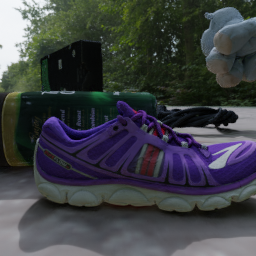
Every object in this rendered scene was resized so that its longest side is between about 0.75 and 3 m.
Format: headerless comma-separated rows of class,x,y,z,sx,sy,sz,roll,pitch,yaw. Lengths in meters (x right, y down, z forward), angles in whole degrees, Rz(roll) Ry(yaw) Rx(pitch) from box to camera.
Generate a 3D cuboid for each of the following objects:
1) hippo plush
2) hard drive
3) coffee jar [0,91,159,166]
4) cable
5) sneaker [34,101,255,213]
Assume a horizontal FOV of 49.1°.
hippo plush,3.172,-2.988,8.929,2.299,2.887,2.321,-2,38,-28
hard drive,-1.427,-0.840,6.689,0.540,1.993,2.853,-4,6,-33
coffee jar,-0.717,-0.007,3.534,2.117,0.903,1.104,-1,5,-4
cable,1.889,-0.235,7.984,2.337,0.728,2.865,4,2,-14
sneaker,0.184,0.184,2.195,1.873,0.781,0.755,0,5,-1
